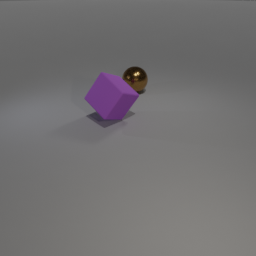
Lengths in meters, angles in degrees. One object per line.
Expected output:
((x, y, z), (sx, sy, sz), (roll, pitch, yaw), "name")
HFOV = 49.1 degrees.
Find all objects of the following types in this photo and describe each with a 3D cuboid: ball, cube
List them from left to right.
((-0.676, -1.317, 11.855), (1.400, 1.400, 1.400), (46, 22, 21), "cube")
((0.373, -2.610, 15.093), (1.400, 1.400, 1.400), (0, 28, 0), "ball")
